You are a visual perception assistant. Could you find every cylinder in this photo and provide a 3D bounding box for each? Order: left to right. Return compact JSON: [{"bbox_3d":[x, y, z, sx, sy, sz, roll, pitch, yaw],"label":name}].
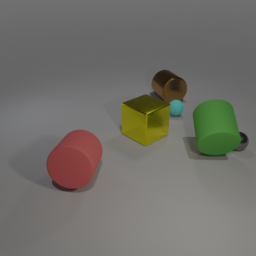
[{"bbox_3d":[-1.597,0.922,8.654,1.400,1.400,1.400,3,20,5],"label":"cylinder"},{"bbox_3d":[2.105,-2.137,14.437,1.400,1.400,1.400,-9,30,-17],"label":"cylinder"},{"bbox_3d":[2.992,-0.019,9.573,1.400,1.400,1.400,1,53,2],"label":"cylinder"}]

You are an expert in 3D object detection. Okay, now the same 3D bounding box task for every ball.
[{"bbox_3d":[2.208,-0.936,12.861,0.700,0.700,0.700,0,29,0],"label":"ball"},{"bbox_3d":[4.133,0.484,10.449,0.700,0.700,0.700,0,29,0],"label":"ball"}]

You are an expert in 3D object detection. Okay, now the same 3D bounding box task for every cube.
[{"bbox_3d":[0.697,-0.359,11.222,1.400,1.400,1.400,-24,37,-37],"label":"cube"}]
